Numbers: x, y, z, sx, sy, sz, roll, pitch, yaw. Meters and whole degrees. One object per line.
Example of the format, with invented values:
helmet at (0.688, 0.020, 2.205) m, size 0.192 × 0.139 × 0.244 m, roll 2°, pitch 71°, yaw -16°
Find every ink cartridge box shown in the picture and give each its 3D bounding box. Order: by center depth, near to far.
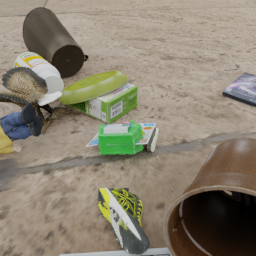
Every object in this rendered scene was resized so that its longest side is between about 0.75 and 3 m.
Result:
ink cartridge box at (-1.029, -1.191, 10.306) m, size 2.265 × 0.858 × 1.674 m, roll 24°, pitch 40°, yaw 29°

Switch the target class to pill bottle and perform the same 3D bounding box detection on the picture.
pill bottle at (-3.521, -2.042, 11.156) m, size 1.331 × 1.331 × 2.396 m, roll -23°, pitch 41°, yaw -29°

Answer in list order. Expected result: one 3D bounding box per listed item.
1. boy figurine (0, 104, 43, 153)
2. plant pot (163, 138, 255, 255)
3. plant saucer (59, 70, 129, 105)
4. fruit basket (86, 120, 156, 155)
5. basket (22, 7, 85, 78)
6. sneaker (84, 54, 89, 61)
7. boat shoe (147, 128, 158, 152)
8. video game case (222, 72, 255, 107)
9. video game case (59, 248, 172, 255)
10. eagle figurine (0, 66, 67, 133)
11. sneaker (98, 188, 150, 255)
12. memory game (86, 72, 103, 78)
boy figurine at (-3.666, 0.160, 7.968) m, size 2.445 × 1.520 × 0.788 m, roll -17°, pitch 37°, yaw 16°
plant pot at (2.168, 1.463, 5.426) m, size 2.385 × 2.385 × 2.361 m, roll 14°, pitch 30°, yaw 20°
plant saucer at (-1.330, -1.602, 10.447) m, size 2.755 × 0.428 × 2.755 m, roll -16°, pitch 20°, yaw 6°
fruit basket at (-0.147, 0.115, 8.395) m, size 1.773 × 0.897 × 1.914 m, roll -2°, pitch 23°, yaw 14°
basket at (-3.379, -3.721, 12.932) m, size 1.968 × 2.609 × 2.894 m, roll -24°, pitch 52°, yaw -24°
sneaker at (-2.317, -3.523, 14.157) m, size 0.412 × 0.348 × 0.942 m, roll 10°, pitch 31°, yaw 25°
boat shoe at (0.697, 0.349, 8.526) m, size 0.344 × 0.411 × 1.149 m, roll 8°, pitch 29°, yaw 11°
video game case at (5.030, -1.586, 11.370) m, size 1.550 × 0.206 × 2.170 m, roll 28°, pitch 47°, yaw 30°
video game case at (-0.107, 3.086, 4.676) m, size 2.346 × 0.274 × 2.133 m, roll -2°, pitch 34°, yaw -4°
eagle figurine at (-3.423, -0.958, 9.166) m, size 1.880 × 2.491 × 1.890 m, roll -51°, pitch 9°, yaw -4°
sneaker at (0.011, 1.789, 5.952) m, size 0.851 × 0.749 × 2.010 m, roll -10°, pitch 25°, yaw -24°
memory game at (-1.086, -2.101, 12.310) m, size 1.742 × 0.111 × 1.742 m, roll 0°, pitch 35°, yaw 0°
